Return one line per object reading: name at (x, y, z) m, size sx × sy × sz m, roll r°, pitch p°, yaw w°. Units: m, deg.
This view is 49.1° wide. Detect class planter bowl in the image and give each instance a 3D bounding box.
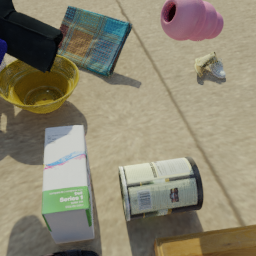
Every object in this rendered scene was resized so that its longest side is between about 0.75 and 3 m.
planter bowl at (-2.876, -1.279, 9.354) m, size 2.612 × 1.088 × 2.612 m, roll 1°, pitch 50°, yaw -1°

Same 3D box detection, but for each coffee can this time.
coffee can at (0.739, 1.458, 6.832) m, size 1.797 × 1.315 × 1.315 m, roll -7°, pitch 49°, yaw -6°

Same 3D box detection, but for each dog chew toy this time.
dog chew toy at (1.549, -2.470, 6.428) m, size 1.652 × 1.029 × 1.029 m, roll -1°, pitch 44°, yaw -35°

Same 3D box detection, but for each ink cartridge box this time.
ink cartridge box at (-1.399, 1.304, 6.738) m, size 0.963 × 1.660 × 2.292 m, roll -6°, pitch 49°, yaw -7°

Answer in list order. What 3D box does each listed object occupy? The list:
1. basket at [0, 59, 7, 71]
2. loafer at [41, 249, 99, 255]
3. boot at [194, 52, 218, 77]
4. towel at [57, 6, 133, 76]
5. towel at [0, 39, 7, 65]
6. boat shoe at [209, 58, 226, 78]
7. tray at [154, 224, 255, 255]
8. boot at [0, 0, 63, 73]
basket at (-5.424, -1.857, 8.764) m, size 1.616 × 1.775 × 2.619 m, roll 30°, pitch 53°, yaw 23°
loafer at (-1.638, 3.035, 5.889) m, size 2.190 × 0.690 × 0.787 m, roll -9°, pitch 50°, yaw -8°
boot at (2.977, -2.431, 10.606) m, size 0.831 × 0.389 × 1.069 m, roll -20°, pitch 35°, yaw 30°
towel at (-1.538, -3.460, 10.968) m, size 2.983 × 0.324 × 2.187 m, roll 24°, pitch 93°, yaw 19°
towel at (-3.335, -1.436, 5.436) m, size 0.448 × 1.808 × 1.335 m, roll 28°, pitch 95°, yaw 22°
boat shoe at (3.433, -2.434, 10.754) m, size 0.439 × 0.506 × 1.188 m, roll -8°, pitch 50°, yaw -7°
tray at (2.110, 2.968, 6.073) m, size 2.850 × 0.528 × 1.406 m, roll -7°, pitch 49°, yaw -5°
boot at (-2.700, -2.694, 7.020) m, size 2.085 × 0.948 × 2.482 m, roll 16°, pitch 59°, yaw -29°
